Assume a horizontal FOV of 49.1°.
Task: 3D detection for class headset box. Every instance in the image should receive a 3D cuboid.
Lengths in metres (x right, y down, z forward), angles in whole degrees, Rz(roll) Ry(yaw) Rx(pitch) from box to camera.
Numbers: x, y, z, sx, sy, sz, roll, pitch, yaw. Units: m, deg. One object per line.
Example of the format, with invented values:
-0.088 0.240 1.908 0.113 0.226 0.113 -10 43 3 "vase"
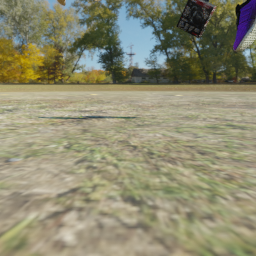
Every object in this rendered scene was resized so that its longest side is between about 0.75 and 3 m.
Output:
1.965 -3.234 8.012 0.761 1.023 0.395 32 35 12 "headset box"

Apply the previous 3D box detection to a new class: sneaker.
3.560 -3.263 8.416 0.636 1.830 0.910 -14 47 -40 "sneaker"

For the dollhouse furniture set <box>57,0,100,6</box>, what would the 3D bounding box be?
-0.667 -3.150 5.635 0.900 1.736 0.769 32 -8 -7 "dollhouse furniture set"
